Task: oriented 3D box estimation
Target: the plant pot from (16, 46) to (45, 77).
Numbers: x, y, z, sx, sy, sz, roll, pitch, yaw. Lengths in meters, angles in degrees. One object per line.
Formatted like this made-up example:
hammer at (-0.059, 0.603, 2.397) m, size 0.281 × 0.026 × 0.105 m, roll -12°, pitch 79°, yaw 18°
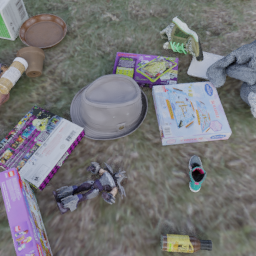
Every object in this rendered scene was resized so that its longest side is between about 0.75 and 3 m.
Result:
plant pot at (-3.671, -2.467, 10.726) m, size 1.031 × 1.031 × 0.899 m, roll -12°, pitch 75°, yaw -7°

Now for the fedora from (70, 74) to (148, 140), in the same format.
fedora at (-0.631, -0.917, 9.428) m, size 2.745 × 1.239 × 2.428 m, roll -7°, pitch 64°, yaw -7°

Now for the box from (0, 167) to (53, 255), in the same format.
box at (-2.587, 2.410, 7.199) m, size 0.471 × 1.648 × 2.408 m, roll -21°, pitch 60°, yaw -13°

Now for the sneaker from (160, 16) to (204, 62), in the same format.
sneaker at (2.101, -3.356, 11.260) m, size 1.243 × 1.079 × 2.806 m, roll -29°, pitch 45°, yaw 9°

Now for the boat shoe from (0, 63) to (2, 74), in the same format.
boat shoe at (-5.373, -1.830, 10.336) m, size 0.979 × 0.789 × 2.112 m, roll -6°, pitch 57°, yaw 5°

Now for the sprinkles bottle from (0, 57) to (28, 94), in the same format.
sprinkles bottle at (-3.971, -1.802, 9.591) m, size 0.485 × 0.485 × 1.421 m, roll 13°, pitch 54°, yaw 8°

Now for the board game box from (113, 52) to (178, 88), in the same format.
board game box at (0.685, -2.229, 10.884) m, size 2.472 × 0.399 × 1.484 m, roll 7°, pitch 62°, yaw 4°

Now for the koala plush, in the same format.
koala plush at (4.382, -1.600, 9.616) m, size 2.109 × 2.185 × 2.378 m, roll -20°, pitch 83°, yaw -32°

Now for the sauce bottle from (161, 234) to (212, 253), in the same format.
sauce bottle at (1.558, 3.093, 7.490) m, size 1.342 × 0.434 × 0.434 m, roll 2°, pitch 58°, yaw 2°

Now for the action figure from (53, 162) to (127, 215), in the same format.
action figure at (-1.008, 1.744, 8.140) m, size 2.193 × 0.761 × 1.427 m, roll -22°, pitch 44°, yaw -19°

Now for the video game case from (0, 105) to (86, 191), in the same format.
video game case at (-2.892, 0.545, 9.010) m, size 2.127 × 0.420 × 2.346 m, roll 24°, pitch 61°, yaw 19°

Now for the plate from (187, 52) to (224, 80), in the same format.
plate at (3.174, -2.388, 11.036) m, size 1.420 × 0.230 × 1.424 m, roll 17°, pitch 60°, yaw 12°

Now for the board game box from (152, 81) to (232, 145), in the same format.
board game box at (2.131, -0.569, 9.752) m, size 2.260 × 0.466 × 2.266 m, roll -5°, pitch 58°, yaw -3°

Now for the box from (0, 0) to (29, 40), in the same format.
box at (-5.277, -4.863, 11.805) m, size 1.324 × 1.538 × 1.546 m, roll 13°, pitch 59°, yaw 8°

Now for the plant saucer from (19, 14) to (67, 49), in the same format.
plant saucer at (-3.594, -4.064, 11.963) m, size 2.000 × 0.344 × 2.000 m, roll 0°, pitch 61°, yaw -1°

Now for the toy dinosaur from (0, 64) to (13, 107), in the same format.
toy dinosaur at (-4.561, -1.358, 9.887) m, size 1.682 × 1.065 × 2.481 m, roll -18°, pitch 58°, yaw -9°

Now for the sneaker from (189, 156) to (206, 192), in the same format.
sneaker at (2.075, 1.262, 8.468) m, size 0.491 × 0.709 × 1.174 m, roll 5°, pitch 58°, yaw 3°
